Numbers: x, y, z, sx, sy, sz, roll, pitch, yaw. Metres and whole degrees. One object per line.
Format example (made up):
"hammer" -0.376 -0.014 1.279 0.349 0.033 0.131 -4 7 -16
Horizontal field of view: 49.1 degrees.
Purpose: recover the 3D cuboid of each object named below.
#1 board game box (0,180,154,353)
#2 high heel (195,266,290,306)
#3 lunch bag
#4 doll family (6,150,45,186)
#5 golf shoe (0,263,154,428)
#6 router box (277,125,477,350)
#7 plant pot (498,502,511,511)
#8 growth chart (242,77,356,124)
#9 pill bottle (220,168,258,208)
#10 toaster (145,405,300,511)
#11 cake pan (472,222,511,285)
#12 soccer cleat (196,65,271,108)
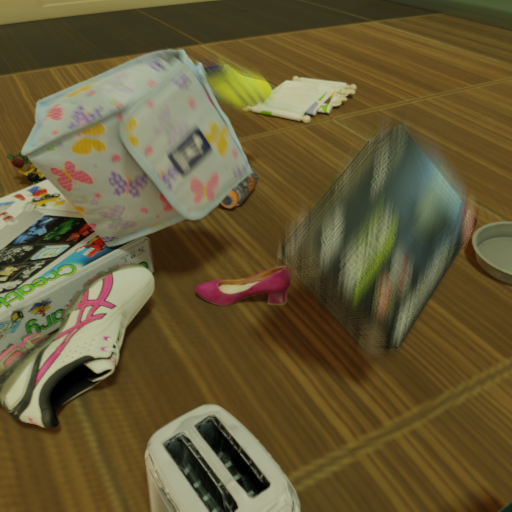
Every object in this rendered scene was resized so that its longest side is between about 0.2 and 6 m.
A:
"board game box" -4.548 0.454 8.917 3.110 0.853 4.927 29 45 33
"high heel" -0.230 0.416 9.074 1.558 0.747 0.525 7 37 9
"lunch bag" -1.644 -1.563 8.274 2.609 2.212 1.659 -19 47 11
"doll family" -4.458 -1.883 12.241 1.860 0.730 1.075 3 32 0
"golf shoe" -2.276 1.221 7.856 1.288 1.015 2.797 25 52 24
"router box" 1.614 -0.254 7.146 2.336 1.751 0.726 -51 16 -25
"plant pot" 2.653 3.064 4.828 1.792 1.792 1.684 -22 57 -27
"growth chart" 1.408 -4.596 16.241 2.338 0.287 3.231 21 41 24
"pill bottle" -0.403 -1.413 11.703 0.569 0.569 1.072 13 39 17
"toaster" -0.391 2.505 5.744 1.192 1.355 2.097 -22 42 -28
"cake pan" 4.745 -0.010 10.006 1.763 0.323 1.763 0 36 0
"soccer cleat" -0.474 -3.466 11.281 1.856 0.776 0.600 -4 55 -25
